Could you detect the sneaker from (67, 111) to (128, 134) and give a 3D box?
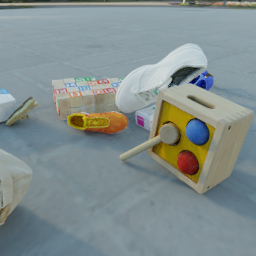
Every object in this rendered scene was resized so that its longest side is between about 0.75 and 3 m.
[{"bbox_3d":[-0.782,-0.109,7.130,1.627,0.594,0.628,-1,9,20],"label":"sneaker"}]

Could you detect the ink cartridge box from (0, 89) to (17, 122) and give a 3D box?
[{"bbox_3d":[-3.956,-0.540,7.855,1.396,0.584,1.013,-21,37,-32],"label":"ink cartridge box"}]

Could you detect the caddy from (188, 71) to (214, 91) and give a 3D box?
[{"bbox_3d":[2.345,-1.456,9.298,0.536,1.020,0.721,-28,72,-25],"label":"caddy"}]

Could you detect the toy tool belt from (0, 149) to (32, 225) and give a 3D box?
[{"bbox_3d":[-2.950,0.763,4.014,2.716,1.696,1.669,27,35,-4],"label":"toy tool belt"}]

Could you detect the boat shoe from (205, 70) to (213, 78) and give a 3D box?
[{"bbox_3d":[2.804,-1.928,10.510,0.444,0.398,1.200,4,28,-7],"label":"boat shoe"}]

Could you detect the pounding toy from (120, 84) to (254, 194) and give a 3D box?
[{"bbox_3d":[1.021,0.206,5.564,1.367,1.770,1.923,-18,38,-38],"label":"pounding toy"}]

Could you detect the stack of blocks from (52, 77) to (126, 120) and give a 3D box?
[{"bbox_3d":[-1.037,-1.027,8.677,2.386,0.699,1.374,-9,34,-17],"label":"stack of blocks"}]

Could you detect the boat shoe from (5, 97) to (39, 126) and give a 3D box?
[{"bbox_3d":[-2.880,-0.379,7.668,1.031,0.393,0.370,-41,24,4],"label":"boat shoe"}]

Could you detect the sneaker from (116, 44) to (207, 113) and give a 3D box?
[{"bbox_3d":[0.752,-1.093,7.123,2.670,1.005,1.181,-33,31,22],"label":"sneaker"}]

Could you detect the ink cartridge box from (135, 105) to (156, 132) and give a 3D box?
[{"bbox_3d":[1.552,-0.395,7.788,2.357,0.495,1.406,-23,33,-30],"label":"ink cartridge box"}]
